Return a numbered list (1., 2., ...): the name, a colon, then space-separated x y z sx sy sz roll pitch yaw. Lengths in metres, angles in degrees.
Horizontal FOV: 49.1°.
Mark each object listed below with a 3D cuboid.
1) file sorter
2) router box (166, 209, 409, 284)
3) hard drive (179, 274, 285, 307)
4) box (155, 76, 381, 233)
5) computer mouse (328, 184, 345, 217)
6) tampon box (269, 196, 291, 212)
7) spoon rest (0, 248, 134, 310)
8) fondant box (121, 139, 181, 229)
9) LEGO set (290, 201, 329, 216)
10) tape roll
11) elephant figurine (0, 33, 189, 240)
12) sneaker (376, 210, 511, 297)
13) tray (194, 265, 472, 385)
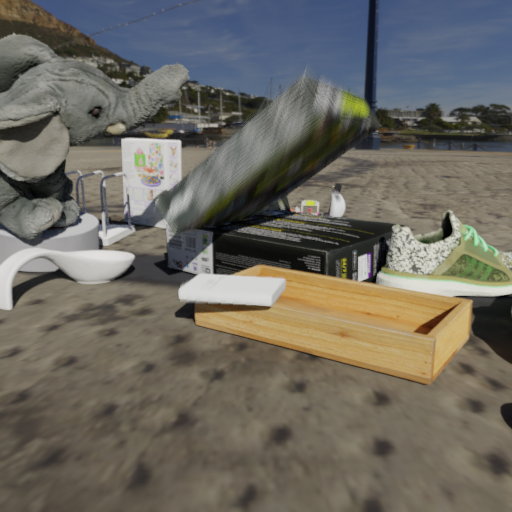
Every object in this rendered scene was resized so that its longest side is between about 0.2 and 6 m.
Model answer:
1. file sorter: -3.672 -0.991 11.054 2.103 1.309 1.459 2 14 8
2. router box: 0.459 -0.131 8.536 3.023 0.772 2.255 11 18 40
3. hard drive: -0.238 0.349 5.932 0.984 0.129 0.649 4 15 15
4. box: 0.243 -1.223 7.255 2.402 0.571 2.320 -35 -10 28
5. computer mouse: 1.754 -1.085 12.130 0.307 0.766 1.398 9 19 5
6. tampon box: -0.103 -1.247 10.748 0.861 1.363 1.022 6 31 45
7. spoon rest: -2.616 0.139 7.733 1.076 0.657 2.166 8 16 30
8. fondant box: -2.309 -1.620 12.402 1.359 1.884 0.549 10 17 34
9. LEGO set: 1.056 -0.986 12.669 1.307 0.487 0.601 -3 14 -25
10. tape roll: -3.494 -0.303 9.275 1.733 0.572 1.733 5 20 -2
11. elephant figurine: -2.988 -1.983 7.955 2.246 3.174 2.463 46 34 5
12. sneaker: 2.785 -0.054 7.524 2.495 1.105 0.959 -5 14 -21
13. tray: 0.776 0.631 6.051 2.661 0.493 1.312 8 16 34
